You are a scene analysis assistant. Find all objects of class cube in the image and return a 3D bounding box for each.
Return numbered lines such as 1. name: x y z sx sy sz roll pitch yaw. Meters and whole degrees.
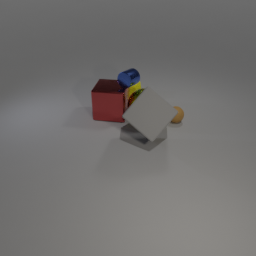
1. cube: 0.212 -1.873 13.907 0.700 0.700 0.700 4 29 24
2. cube: -0.727 -1.222 12.282 1.400 1.400 1.400 5 32 8
3. cube: 0.755 -0.509 10.224 1.400 1.400 1.400 40 2 -2

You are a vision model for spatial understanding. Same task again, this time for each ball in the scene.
1. ball: 0.674 -0.981 11.880 1.400 1.400 1.400 0 31 0
2. ball: 2.029 -0.574 11.903 0.700 0.700 0.700 0 31 0

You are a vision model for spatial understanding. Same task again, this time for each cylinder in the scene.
1. cylinder: 0.035 -2.064 11.641 0.700 0.700 0.700 20 34 30
